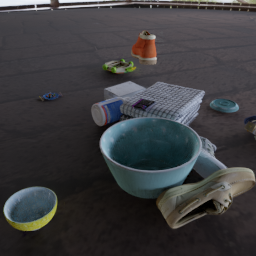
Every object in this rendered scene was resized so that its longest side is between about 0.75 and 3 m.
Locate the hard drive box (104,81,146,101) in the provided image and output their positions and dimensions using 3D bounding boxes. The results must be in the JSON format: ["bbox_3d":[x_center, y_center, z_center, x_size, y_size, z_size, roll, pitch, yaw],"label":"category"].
[{"bbox_3d":[-0.148,-1.651,13.678,1.634,0.627,1.273,-21,36,-32],"label":"hard drive box"}]

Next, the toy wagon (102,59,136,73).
[{"bbox_3d":[-0.445,-3.853,17.735,2.227,0.441,1.728,25,39,35],"label":"toy wagon"}]

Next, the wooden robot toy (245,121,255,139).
[{"bbox_3d":[5.339,0.335,10.406,1.940,0.855,0.880,15,-2,25],"label":"wooden robot toy"}]

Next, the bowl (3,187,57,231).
[{"bbox_3d":[-2.386,2.136,6.999,1.263,0.680,1.263,2,28,-1],"label":"bowl"}]

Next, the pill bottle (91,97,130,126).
[{"bbox_3d":[-0.586,-0.764,11.807,1.721,0.966,0.966,-20,36,-32],"label":"pill bottle"}]

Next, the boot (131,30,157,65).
[{"bbox_3d":[0.784,-4.018,13.559,0.995,1.423,2.653,-8,25,-11],"label":"boot"}]

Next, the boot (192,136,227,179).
[{"bbox_3d":[2.511,0.849,9.024,1.165,0.896,2.437,-25,37,-27],"label":"boot"}]

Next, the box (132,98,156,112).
[{"bbox_3d":[0.572,-0.836,10.175,0.546,0.138,0.764,-38,34,-27],"label":"box"}]

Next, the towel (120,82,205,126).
[{"bbox_3d":[1.430,-0.745,11.536,2.470,1.276,2.983,17,36,30],"label":"towel"}]

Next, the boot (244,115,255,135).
[{"bbox_3d":[5.660,-0.245,11.149,1.888,0.687,0.853,-6,36,-10],"label":"boot"}]

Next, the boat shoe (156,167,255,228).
[{"bbox_3d":[2.200,1.839,7.294,2.856,1.030,0.928,-12,41,-16],"label":"boat shoe"}]

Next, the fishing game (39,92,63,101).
[{"bbox_3d":[-3.888,-1.654,14.168,1.115,0.173,0.799,-14,36,-24],"label":"fishing game"}]

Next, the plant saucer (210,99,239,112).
[{"bbox_3d":[4.535,-1.092,13.174,1.305,0.179,1.305,0,29,0],"label":"plant saucer"}]

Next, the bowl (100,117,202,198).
[{"bbox_3d":[0.627,0.966,8.206,2.852,1.492,2.852,-1,29,0],"label":"bowl"}]
